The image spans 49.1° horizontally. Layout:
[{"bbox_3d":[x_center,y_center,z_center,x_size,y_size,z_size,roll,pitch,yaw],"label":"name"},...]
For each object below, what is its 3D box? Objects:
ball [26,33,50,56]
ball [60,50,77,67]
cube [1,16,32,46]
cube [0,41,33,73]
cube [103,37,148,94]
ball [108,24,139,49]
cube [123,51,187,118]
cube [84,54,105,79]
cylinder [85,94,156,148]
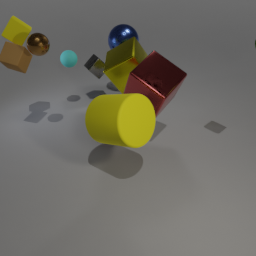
[{"bbox_3d":[-2.798,-2.605,8.738,0.700,0.700,0.700,0,32,0],"label":"ball"},{"bbox_3d":[-2.455,-2.872,11.634,0.700,0.700,0.700,0,32,0],"label":"ball"},{"bbox_3d":[-3.758,-3.273,9.484,0.700,0.700,0.700,30,14,-27],"label":"cube"},{"bbox_3d":[-3.738,-2.341,9.337,0.700,0.700,0.700,17,-9,5],"label":"cube"},{"bbox_3d":[0.031,-2.471,11.238,1.400,1.400,1.400,-22,42,26],"label":"cube"},{"bbox_3d":[-0.203,-3.939,12.612,1.400,1.400,1.400,0,32,0],"label":"ball"},{"bbox_3d":[0.865,-1.417,9.439,1.400,1.400,1.400,38,62,9],"label":"cube"},{"bbox_3d":[-1.418,-2.756,12.561,0.700,0.700,0.700,-48,40,5],"label":"cube"},{"bbox_3d":[-0.211,-0.219,7.636,1.400,1.400,1.400,5,26,46],"label":"cylinder"}]
